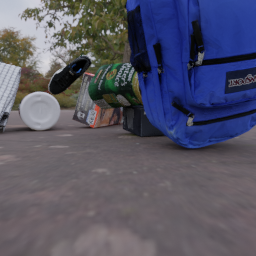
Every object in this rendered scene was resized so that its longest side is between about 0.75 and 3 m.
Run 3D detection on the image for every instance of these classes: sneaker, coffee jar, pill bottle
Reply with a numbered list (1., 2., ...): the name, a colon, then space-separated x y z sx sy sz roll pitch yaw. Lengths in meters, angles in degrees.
1. sneaker: -1.040 -0.920 4.827 0.942 0.344 0.527 -42 15 4
2. coffee jar: 0.092 -0.903 5.772 1.879 0.980 0.802 2 -32 43
3. pill bottle: -2.531 -0.491 7.853 1.001 1.001 1.758 -2 6 -22

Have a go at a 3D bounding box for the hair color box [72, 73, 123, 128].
1. hair color box: -0.641 -0.879 9.089 0.833 1.445 2.605 21 12 19

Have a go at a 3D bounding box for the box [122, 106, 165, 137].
1. box: 0.529 -0.209 6.295 1.035 0.618 1.052 -4 10 -22

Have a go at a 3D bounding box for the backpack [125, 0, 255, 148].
1. backpack: 1.019 -0.865 3.999 1.869 2.300 1.930 -10 20 -7

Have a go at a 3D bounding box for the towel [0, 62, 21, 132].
1. towel: -3.654 -0.844 6.809 1.714 0.886 2.070 14 44 -19
